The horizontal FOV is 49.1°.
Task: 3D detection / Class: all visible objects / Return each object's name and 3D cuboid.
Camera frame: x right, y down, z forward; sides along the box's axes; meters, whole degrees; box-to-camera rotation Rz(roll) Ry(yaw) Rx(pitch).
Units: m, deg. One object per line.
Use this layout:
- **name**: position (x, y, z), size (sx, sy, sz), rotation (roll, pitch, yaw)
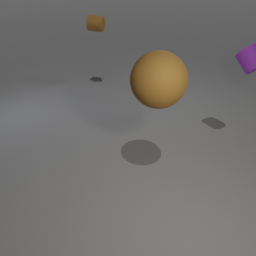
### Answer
- **ball**: position (0.745, -1.166, 6.804), size (1.400, 1.400, 1.400), rotation (0, 30, 0)
- **cylinder**: position (3.820, -2.131, 8.680), size (0.700, 0.700, 0.700), rotation (-23, 81, -34)
- **cylinder**: position (-1.481, -4.812, 12.893), size (0.700, 0.700, 0.700), rotation (10, 31, 8)
